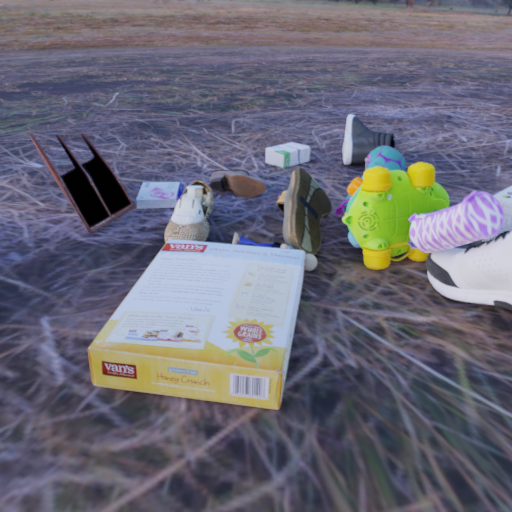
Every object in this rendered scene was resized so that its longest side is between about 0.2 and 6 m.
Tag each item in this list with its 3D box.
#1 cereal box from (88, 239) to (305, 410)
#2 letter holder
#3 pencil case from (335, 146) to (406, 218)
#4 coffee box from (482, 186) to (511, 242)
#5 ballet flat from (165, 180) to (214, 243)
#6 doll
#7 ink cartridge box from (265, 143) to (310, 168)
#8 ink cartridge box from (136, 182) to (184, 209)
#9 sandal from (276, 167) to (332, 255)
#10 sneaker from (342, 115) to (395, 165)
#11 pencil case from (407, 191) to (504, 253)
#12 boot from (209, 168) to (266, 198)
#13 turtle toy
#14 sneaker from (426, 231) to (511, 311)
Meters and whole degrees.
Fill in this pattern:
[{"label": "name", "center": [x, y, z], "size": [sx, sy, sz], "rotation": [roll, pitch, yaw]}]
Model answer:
[{"label": "cereal box", "center": [-0.611, 0.767, 8.170], "size": [2.414, 0.663, 3.355], "rotation": [5, 26, 8]}, {"label": "letter holder", "center": [-3.660, -1.806, 11.603], "size": [1.082, 1.529, 2.151], "rotation": [-33, 50, -13]}, {"label": "pencil case", "center": [2.453, -1.447, 11.843], "size": [0.882, 0.812, 1.909], "rotation": [21, 56, 19]}, {"label": "coffee box", "center": [5.011, -0.574, 10.409], "size": [1.127, 1.128, 1.116], "rotation": [-23, 34, -38]}, {"label": "ballet flat", "center": [-1.362, -0.890, 11.389], "size": [0.913, 0.846, 2.590], "rotation": [-2, 26, 0]}, {"label": "doll", "center": [0.332, -0.055, 9.929], "size": [1.544, 0.374, 1.054], "rotation": [13, -10, -2]}, {"label": "ink cartridge box", "center": [0.904, -2.869, 15.915], "size": [1.057, 0.444, 0.771], "rotation": [-20, 33, -36]}, {"label": "ink cartridge box", "center": [-2.116, -1.450, 13.216], "size": [1.275, 0.276, 1.252], "rotation": [-3, 26, -2]}, {"label": "sandal", "center": [0.849, -0.871, 11.327], "size": [0.797, 1.185, 2.950], "rotation": [-29, 23, 29]}, {"label": "sneaker", "center": [3.295, -3.365, 16.417], "size": [1.430, 1.019, 2.884], "rotation": [5, 32, 5]}, {"label": "pencil case", "center": [3.069, -0.507, 8.759], "size": [0.716, 0.730, 1.707], "rotation": [-33, 3, -19]}, {"label": "boot", "center": [-0.396, -1.881, 13.797], "size": [1.584, 0.557, 1.158], "rotation": [7, 25, 14]}, {"label": "turtle toy", "center": [2.623, -0.834, 10.352], "size": [2.496, 1.819, 1.261], "rotation": [-9, 16, -23]}, {"label": "sneaker", "center": [3.805, 0.113, 8.365], "size": [1.213, 1.316, 3.290], "rotation": [-17, 15, -21]}]
